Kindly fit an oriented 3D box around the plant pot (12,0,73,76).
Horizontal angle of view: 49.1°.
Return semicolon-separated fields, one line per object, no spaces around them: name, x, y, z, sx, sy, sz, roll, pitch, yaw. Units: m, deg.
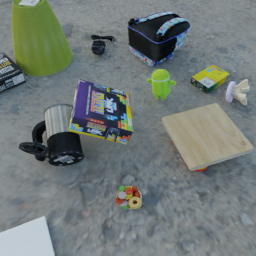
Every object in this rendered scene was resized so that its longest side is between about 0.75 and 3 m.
plant pot;-3.937;-4.190;12.230;2.614;2.794;2.614;0;48;0

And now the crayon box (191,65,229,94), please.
crayon box;3.515;-2.110;11.980;1.454;0.369;0.923;-31;55;-24

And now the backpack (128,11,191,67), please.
backpack;1.517;-4.301;13.055;2.534;1.705;2.314;-33;55;-25

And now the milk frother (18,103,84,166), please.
milk frother;-2.387;0.123;8.694;1.705;1.889;1.777;-13;64;-3

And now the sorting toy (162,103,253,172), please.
sorting toy;2.545;0.382;9.454;2.193;0.768;2.207;-15;50;-12

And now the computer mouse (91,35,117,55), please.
computer mouse;-1.172;-4.001;13.723;1.274;0.418;1.815;-1;43;-8

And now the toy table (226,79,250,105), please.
toy table;4.324;-1.393;10.992;0.676;1.062;1.155;8;47;30

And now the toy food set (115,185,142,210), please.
toy food set;0.018;2.058;8.329;0.791;0.194;0.799;0;48;0

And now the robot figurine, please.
robot figurine;1.284;-1.726;10.897;1.076;1.226;0.709;9;36;25

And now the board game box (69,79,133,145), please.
board game box;-0.841;-0.588;9.079;1.843;0.632;2.229;15;36;-16

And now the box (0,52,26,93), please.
box;-5.901;-2.117;11.805;2.494;0.621;1.967;-32;55;-25

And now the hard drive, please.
hard drive;-2.951;3.213;7.250;1.880;0.238;1.240;-18;50;-16
